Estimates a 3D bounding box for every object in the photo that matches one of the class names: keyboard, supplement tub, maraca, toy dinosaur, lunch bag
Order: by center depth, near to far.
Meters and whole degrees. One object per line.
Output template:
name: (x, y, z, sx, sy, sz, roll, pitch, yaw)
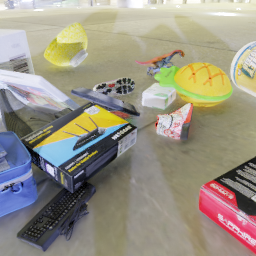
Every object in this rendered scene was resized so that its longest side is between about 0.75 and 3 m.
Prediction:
keyboard: (-1.248, 1.556, 5.519, 0.944, 0.359, 1.814, 12, 32, 22)
lunch bag: (-2.721, 0.878, 5.826, 1.264, 1.231, 1.860, -20, 33, -32)
maraca: (2.379, -1.662, 10.203, 2.791, 1.493, 1.914, 19, 38, 17)
supplement tub: (5.361, -1.939, 10.223, 2.018, 2.018, 2.789, -8, 29, -15)
toy dinosaur: (1.701, -3.108, 12.899, 1.838, 2.026, 1.064, -55, 33, -4)

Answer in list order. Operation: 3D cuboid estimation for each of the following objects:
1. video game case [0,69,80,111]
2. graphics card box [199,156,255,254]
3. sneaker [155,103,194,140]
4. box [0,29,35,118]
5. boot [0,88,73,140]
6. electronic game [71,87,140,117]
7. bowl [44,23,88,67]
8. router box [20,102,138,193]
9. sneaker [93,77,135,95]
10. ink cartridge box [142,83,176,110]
video game case: (-2.908, -1.118, 8.892, 2.224, 0.280, 2.440, 13, -12, 24)
graphics card box: (3.042, 1.315, 5.549, 2.869, 0.730, 1.800, -20, 34, -30)
sneaker: (1.436, -0.326, 8.686, 1.032, 0.643, 1.925, 10, 32, 13)
box: (-4.682, -1.860, 9.498, 1.663, 2.531, 2.544, 10, 31, 25)
boot: (-2.517, -0.269, 8.146, 1.807, 0.937, 2.767, -18, 52, -36)
electronic game: (-0.694, -0.776, 8.828, 2.269, 0.472, 2.269, 19, 2, -1)
bowl: (-2.913, -3.991, 14.439, 1.370, 2.546, 2.546, 47, 35, -5)
router box: (-1.125, 0.326, 6.849, 1.719, 0.588, 2.305, 28, 42, 26)
sneaker: (-0.564, -1.724, 11.302, 1.707, 0.688, 0.712, -7, 24, -12)
ink cartridge box: (1.183, -1.211, 10.443, 0.902, 0.543, 1.241, 14, 33, 23)
